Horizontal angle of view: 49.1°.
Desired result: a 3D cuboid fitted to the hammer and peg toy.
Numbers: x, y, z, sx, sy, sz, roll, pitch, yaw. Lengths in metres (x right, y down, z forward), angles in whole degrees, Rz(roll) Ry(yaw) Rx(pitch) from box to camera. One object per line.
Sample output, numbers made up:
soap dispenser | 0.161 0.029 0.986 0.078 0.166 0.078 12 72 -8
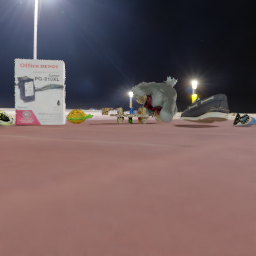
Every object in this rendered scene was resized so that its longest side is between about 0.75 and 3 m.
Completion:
hammer and peg toy | -0.174 -0.582 13.259 2.157 0.761 1.587 0 4 -5

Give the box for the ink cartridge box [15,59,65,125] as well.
ink cartridge box | -3.359 -1.359 10.841 1.778 2.456 1.036 0 2 -10

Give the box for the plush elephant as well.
plush elephant | 1.373 -1.245 14.718 2.440 2.294 2.963 38 47 5

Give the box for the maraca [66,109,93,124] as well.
maraca | -2.158 -0.502 12.492 1.200 0.642 0.823 -1 21 6

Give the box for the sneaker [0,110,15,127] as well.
sneaker | -3.589 -0.397 7.428 1.205 0.454 0.460 20 -15 -27

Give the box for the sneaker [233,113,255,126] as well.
sneaker | 3.895 -0.202 9.294 0.498 0.434 1.108 19 4 -6

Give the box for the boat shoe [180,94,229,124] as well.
boat shoe | 2.759 -0.664 10.250 1.012 0.874 2.787 8 -3 -13
